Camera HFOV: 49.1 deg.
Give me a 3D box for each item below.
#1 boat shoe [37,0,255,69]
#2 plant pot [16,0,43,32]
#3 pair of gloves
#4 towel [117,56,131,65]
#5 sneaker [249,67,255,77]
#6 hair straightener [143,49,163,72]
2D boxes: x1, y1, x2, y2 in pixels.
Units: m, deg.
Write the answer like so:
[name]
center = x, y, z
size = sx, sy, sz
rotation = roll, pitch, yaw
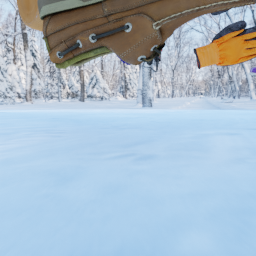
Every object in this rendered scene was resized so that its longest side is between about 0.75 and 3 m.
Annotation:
[boat shoe]
center = 0.156, -1.212, 3.295
size = 2.695, 0.916, 0.969
rotation = 2, 14, 30
[plant pot]
center = -1.039, -2.774, 5.322
size = 1.775, 2.536, 2.536
rotation = -8, 8, -34
[pair of gloves]
center = 1.976, -2.113, 5.411
size = 1.593, 1.788, 0.221
rotation = -13, 16, 5
[towel]
center = -0.088, -2.332, 7.520
size = 0.274, 1.107, 0.817
rotation = 2, -10, 25
[sneaker]
center = 4.683, -2.079, 8.893
size = 1.744, 0.727, 0.703
rotation = -18, 17, 1
[hair straightener]
center = 0.802, -2.347, 9.086
size = 0.700, 1.818, 0.372
rotation = -23, -49, 28
